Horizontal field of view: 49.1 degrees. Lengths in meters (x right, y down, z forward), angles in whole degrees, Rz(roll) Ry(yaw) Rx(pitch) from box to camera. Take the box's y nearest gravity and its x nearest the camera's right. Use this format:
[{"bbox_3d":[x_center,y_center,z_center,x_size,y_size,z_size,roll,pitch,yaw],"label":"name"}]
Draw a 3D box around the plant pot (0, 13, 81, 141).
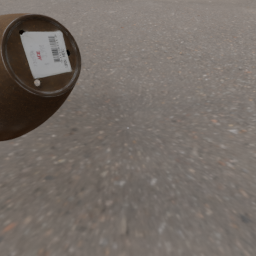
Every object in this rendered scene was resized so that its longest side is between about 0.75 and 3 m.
[{"bbox_3d":[-1.737,-0.863,4.367,2.113,2.113,2.261,-29,15,-37],"label":"plant pot"}]
